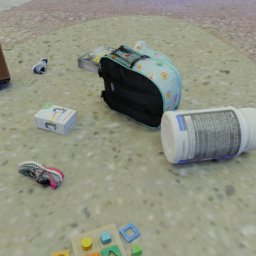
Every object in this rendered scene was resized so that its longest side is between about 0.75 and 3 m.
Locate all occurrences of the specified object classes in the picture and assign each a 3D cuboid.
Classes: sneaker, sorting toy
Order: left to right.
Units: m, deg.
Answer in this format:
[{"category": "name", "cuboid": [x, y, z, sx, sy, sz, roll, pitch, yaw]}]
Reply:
[{"category": "sneaker", "cuboid": [-2.668, 1.388, 8.371, 1.438, 0.580, 0.537, 11, 41, 13]}, {"category": "sneaker", "cuboid": [-4.349, -3.191, 14.427, 0.652, 0.421, 1.202, 12, 46, 23]}, {"category": "sorting toy", "cuboid": [-0.697, 2.886, 6.639, 2.236, 0.305, 1.259, -14, 40, -17]}]

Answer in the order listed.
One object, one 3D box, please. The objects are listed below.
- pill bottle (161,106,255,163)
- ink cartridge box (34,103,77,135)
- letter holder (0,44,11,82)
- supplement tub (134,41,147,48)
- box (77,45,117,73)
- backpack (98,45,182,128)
[{"category": "pill bottle", "cuboid": [2.689, 0.169, 9.042, 2.967, 1.688, 1.688, -5, 38, -7]}, {"category": "ink cartridge box", "cuboid": [-2.711, -0.345, 10.597, 1.301, 0.569, 0.945, 17, 41, 13]}, {"category": "letter holder", "cuboid": [-6.809, -2.794, 12.518, 2.516, 1.788, 1.265, -17, 12, -21]}, {"category": "supplement tub", "cuboid": [0.677, -4.459, 15.889, 0.673, 0.673, 1.020, 5, 37, 6]}, {"category": "box", "cuboid": [-1.347, -3.704, 15.014, 1.738, 0.530, 2.194, 20, 42, 24]}, {"category": "backpack", "cuboid": [0.617, -1.537, 10.519, 2.279, 2.613, 2.973, -33, 52, -30]}]
